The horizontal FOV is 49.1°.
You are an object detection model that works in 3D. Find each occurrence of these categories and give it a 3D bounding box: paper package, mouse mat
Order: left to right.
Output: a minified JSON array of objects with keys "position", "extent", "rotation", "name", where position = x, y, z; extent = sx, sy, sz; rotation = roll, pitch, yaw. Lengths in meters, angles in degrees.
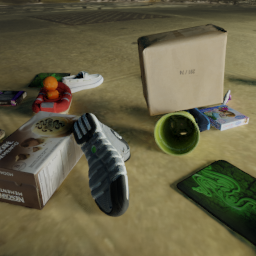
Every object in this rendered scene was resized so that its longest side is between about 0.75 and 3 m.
[{"position":[-3.750,-2.344,13.599],"extent":[1.664,0.078,2.068],"rotation":[0,31,0],"name":"mouse mat"},{"position":[1.687,-1.821,8.903],"extent":[2.504,2.386,1.295],"rotation":[-10,34,-1],"name":"paper package"},{"position":[2.608,1.618,6.678],"extent":[1.915,0.090,2.380],"rotation":[-21,35,-32],"name":"mouse mat"}]

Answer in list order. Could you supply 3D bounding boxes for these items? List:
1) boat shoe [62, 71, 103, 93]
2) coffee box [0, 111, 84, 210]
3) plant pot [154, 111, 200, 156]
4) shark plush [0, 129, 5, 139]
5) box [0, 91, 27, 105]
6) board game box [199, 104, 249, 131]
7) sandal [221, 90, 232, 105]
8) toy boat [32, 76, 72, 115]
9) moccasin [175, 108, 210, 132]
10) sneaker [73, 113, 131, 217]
[{"position":[-1.982,-2.182,12.616],"extent":[0.819,0.744,2.228],"rotation":[22,36,33],"name":"boat shoe"},{"position":[-2.272,0.674,7.285],"extent":[1.533,1.083,2.713],"rotation":[8,31,14],"name":"coffee box"},{"position":[1.544,0.030,8.457],"extent":[1.299,1.299,1.194],"rotation":[9,19,16],"name":"plant pot"},{"position":[-4.995,0.556,8.272],"extent":[2.500,1.136,1.041],"rotation":[-24,12,-1],"name":"shark plush"},{"position":[-5.059,-1.237,11.469],"extent":[1.458,0.263,1.043],"rotation":[2,29,1],"name":"box"},{"position":[3.380,-0.403,10.006],"extent":[1.253,0.258,1.250],"rotation":[-14,33,-23],"name":"board game box"},{"position":[3.944,-1.140,11.151],"extent":[0.298,0.493,1.212],"rotation":[34,37,8],"name":"sandal"},{"position":[-2.840,-1.303,10.497],"extent":[1.322,1.324,2.025],"rotation":[-1,30,-3],"name":"toy boat"},{"position":[2.004,-0.476,9.652],"extent":[0.639,0.755,1.875],"rotation":[-25,35,-16],"name":"moccasin"},{"position":[-0.294,0.884,7.071],"extent":[1.588,1.032,2.750],"rotation":[24,36,-52],"name":"sneaker"}]
